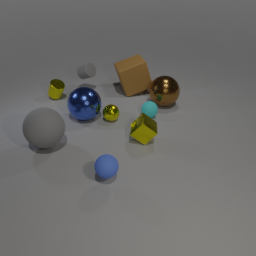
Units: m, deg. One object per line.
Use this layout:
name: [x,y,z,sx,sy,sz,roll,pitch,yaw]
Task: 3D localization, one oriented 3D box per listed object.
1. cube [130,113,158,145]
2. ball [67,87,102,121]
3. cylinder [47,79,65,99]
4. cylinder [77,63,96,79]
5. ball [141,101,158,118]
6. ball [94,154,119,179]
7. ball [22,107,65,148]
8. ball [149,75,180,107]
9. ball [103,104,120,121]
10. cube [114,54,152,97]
cube: [0.570,0.028,10.053,0.700,0.700,0.700,34,32,-20]
ball: [-1.789,-0.998,11.527,1.400,1.400,1.400,0,30,0]
cylinder: [-3.427,-1.854,13.374,0.700,0.700,0.700,16,46,-17]
cylinder: [-2.069,-2.838,13.982,0.700,0.700,0.700,-4,21,42]
ball: [0.903,-0.779,11.809,0.700,0.700,0.700,0,30,0]
ball: [-0.618,1.107,8.079,0.700,0.700,0.700,0,30,0]
ball: [-2.856,-0.006,9.553,1.400,1.400,1.400,0,30,0]
ball: [1.640,-1.664,12.661,1.400,1.400,1.400,0,30,0]
ball: [-0.699,-0.632,11.575,0.700,0.700,0.700,0,30,0]
cube: [0.264,-2.643,13.989,1.400,1.400,1.400,-21,32,-1]
